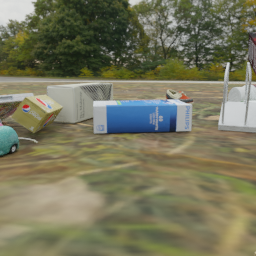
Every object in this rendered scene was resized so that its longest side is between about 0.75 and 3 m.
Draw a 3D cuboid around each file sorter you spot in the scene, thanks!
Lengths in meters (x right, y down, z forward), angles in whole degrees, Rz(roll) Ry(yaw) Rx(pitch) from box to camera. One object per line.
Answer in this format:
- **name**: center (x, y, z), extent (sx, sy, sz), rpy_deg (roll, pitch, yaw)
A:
- **file sorter**: center (3.453, -0.817, 6.836), extent (2.239, 1.394, 1.554), rpy_deg (4, 27, 21)

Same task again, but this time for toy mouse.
- **toy mouse**: center (-2.592, 0.050, 5.121), extent (1.901, 0.414, 2.139), rpy_deg (5, 14, -30)

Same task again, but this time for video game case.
- **video game case**: center (-3.675, -0.352, 6.694), extent (1.693, 0.213, 2.364), rpy_deg (-22, -3, 34)

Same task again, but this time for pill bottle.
- **pill bottle**: center (4.609, -1.074, 10.068), extent (1.790, 0.981, 0.981), rpy_deg (-3, 12, -13)

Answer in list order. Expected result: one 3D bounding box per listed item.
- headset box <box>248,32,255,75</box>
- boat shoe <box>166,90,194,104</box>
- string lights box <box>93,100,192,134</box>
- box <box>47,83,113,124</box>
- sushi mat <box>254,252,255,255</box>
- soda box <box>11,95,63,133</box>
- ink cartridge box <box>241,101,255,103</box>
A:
- **headset box**: center (3.396, -1.535, 5.831), extent (1.424, 0.739, 1.913), rpy_deg (-3, 28, 17)
- **boat shoe**: center (2.315, -1.396, 12.732), extent (0.651, 0.572, 1.829), rpy_deg (-3, 13, -24)
- **string lights box**: center (0.299, -0.327, 7.028), extent (2.319, 0.684, 1.192), rpy_deg (-1, 11, -6)
- **box**: center (-1.387, -0.864, 8.824), extent (0.898, 1.079, 2.626), rpy_deg (5, 14, 20)
- **sushi mat**: center (1.365, 1.077, 1.578), extent (0.619, 0.078, 1.294), rpy_deg (-1, 11, -9)
- **soda box**: center (-2.037, -0.378, 6.535), extent (0.583, 0.551, 1.721), rpy_deg (36, 6, -7)
- **ink cartridge box**: center (4.589, -0.637, 9.117), extent (1.620, 0.480, 0.841), rpy_deg (-4, 12, -18)
